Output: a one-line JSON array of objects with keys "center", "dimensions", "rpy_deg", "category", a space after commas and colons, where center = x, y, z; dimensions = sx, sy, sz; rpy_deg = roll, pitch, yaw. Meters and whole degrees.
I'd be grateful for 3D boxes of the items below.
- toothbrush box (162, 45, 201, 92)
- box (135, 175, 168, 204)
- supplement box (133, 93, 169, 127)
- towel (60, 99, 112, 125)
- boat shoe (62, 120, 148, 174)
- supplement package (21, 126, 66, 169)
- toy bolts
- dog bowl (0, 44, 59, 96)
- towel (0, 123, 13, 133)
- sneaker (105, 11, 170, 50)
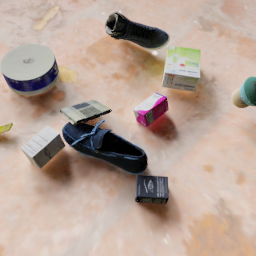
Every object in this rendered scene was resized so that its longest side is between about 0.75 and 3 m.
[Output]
[{"center": [1.888, -2.111, 9.846], "dimensions": [1.179, 0.697, 1.619], "rpy_deg": [10, 52, 5], "category": "toothbrush box"}, {"center": [0.634, 1.654, 7.532], "dimensions": [0.870, 0.454, 0.644], "rpy_deg": [4, 55, 2], "category": "box"}, {"center": [0.744, -0.594, 8.937], "dimensions": [1.043, 0.539, 0.528], "rpy_deg": [-36, 43, -23], "category": "supplement box"}, {"center": [-1.310, -0.496, 8.680], "dimensions": [1.248, 0.224, 1.296], "rpy_deg": [-21, 30, -27], "category": "towel"}, {"center": [-0.638, 0.329, 8.099], "dimensions": [2.754, 0.945, 1.159], "rpy_deg": [18, 56, 9], "category": "boat shoe"}, {"center": [-2.441, 0.556, 8.136], "dimensions": [0.604, 0.602, 1.030], "rpy_deg": [28, 60, 31], "category": "supplement package"}, {"center": [4.540, -0.866, 8.603], "dimensions": [2.516, 1.745, 2.403], "rpy_deg": [-3, 79, -22], "category": "toy bolts"}, {"center": [-3.440, -2.092, 9.903], "dimensions": [1.888, 0.744, 1.888], "rpy_deg": [0, 55, 0], "category": "dog bowl"}, {"center": [-3.996, 0.055, 8.674], "dimensions": [0.845, 0.076, 0.364], "rpy_deg": [-14, 37, 9], "category": "towel"}, {"center": [0.263, -3.537, 10.286], "dimensions": [2.334, 1.686, 0.887], "rpy_deg": [18, 100, 20], "category": "sneaker"}]
